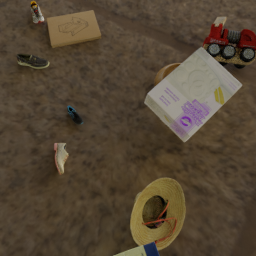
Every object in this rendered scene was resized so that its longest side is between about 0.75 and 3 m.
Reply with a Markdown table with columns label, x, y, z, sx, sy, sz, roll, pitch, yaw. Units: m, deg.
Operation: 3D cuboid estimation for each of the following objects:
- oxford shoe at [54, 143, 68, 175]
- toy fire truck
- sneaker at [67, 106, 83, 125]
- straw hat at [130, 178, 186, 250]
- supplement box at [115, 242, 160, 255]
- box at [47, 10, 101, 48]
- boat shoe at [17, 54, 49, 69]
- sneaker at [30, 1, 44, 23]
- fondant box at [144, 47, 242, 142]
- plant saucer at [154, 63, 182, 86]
| label | x | y | z | sx | sy | sz | roll | pitch | yaw |
| --- | --- | --- | --- | --- | --- | --- | --- | --- | --- |
| oxford shoe | -2.253 | 1.008 | 9.551 | 0.441 | 0.423 | 1.195 | -9 | 61 | -8 |
| toy fire truck | 4.188 | -3.745 | 11.547 | 2.022 | 1.478 | 2.298 | 9 | 86 | 6 |
| sneaker | -1.995 | -0.468 | 10.411 | 0.321 | 0.359 | 0.876 | -39 | 68 | -20 |
| straw hat | 0.656 | 2.427 | 8.308 | 2.222 | 2.222 | 0.941 | -45 | 30 | -22 |
| supplement box | -0.437 | 4.169 | 6.402 | 2.753 | 2.755 | 1.850 | -16 | 60 | -8 |
| box | -2.489 | -4.556 | 12.784 | 2.236 | 0.238 | 1.827 | -13 | 61 | -7 |
| boat shoe | -3.996 | -2.823 | 11.681 | 1.365 | 0.449 | 0.488 | 9 | 61 | 5 |
| sneaker | -4.314 | -5.387 | 13.075 | 0.510 | 0.538 | 1.311 | -22 | 64 | -12 |
| fondant box | 2.362 | -1.242 | 10.206 | 2.916 | 0.849 | 2.104 | -42 | 82 | -14 |
| plant saucer | 2.133 | -1.878 | 11.190 | 2.131 | 0.377 | 2.131 | 0 | 61 | 0 |
